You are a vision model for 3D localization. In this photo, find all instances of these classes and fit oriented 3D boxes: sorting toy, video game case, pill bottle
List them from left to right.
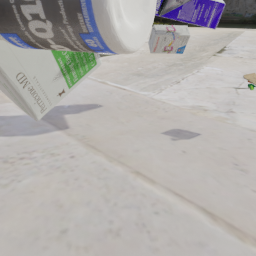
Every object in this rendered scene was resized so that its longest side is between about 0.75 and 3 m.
[{"bbox_3d":[-0.915,-1.583,3.357,2.254,1.282,1.282,10,26,25],"label":"pill bottle"},{"bbox_3d":[1.400,-3.255,6.654,1.255,0.167,1.757,-27,5,1],"label":"video game case"},{"bbox_3d":[3.598,-1.287,7.954,0.936,0.138,0.692,-16,51,-33],"label":"sorting toy"}]

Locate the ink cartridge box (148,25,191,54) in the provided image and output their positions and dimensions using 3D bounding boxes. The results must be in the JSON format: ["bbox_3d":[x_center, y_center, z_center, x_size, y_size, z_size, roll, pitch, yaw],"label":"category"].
[{"bbox_3d":[1.420,-3.095,9.833,1.253,0.905,0.530,-1,61,-9],"label":"ink cartridge box"}]

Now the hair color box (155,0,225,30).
[{"bbox_3d":[1.441,-3.907,8.535,2.643,0.857,1.445,10,39,-4],"label":"hair color box"}]

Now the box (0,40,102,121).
[{"bbox_3d":[-2.365,-2.124,5.942,2.607,2.595,2.234,38,72,22],"label":"box"}]
